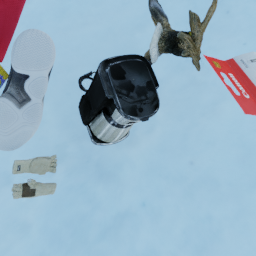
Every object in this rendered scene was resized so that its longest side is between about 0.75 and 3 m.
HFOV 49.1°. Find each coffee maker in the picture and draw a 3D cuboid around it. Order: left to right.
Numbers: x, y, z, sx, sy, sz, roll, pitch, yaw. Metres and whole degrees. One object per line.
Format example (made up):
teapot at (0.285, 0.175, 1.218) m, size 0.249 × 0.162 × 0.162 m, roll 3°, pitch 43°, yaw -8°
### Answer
coffee maker at (-0.412, -0.765, 6.457) m, size 2.021 × 2.104 × 1.417 m, roll 49°, pitch 61°, yaw 0°

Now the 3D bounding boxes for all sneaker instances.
sneaker at (-2.262, -0.847, 6.160) m, size 0.986 × 1.487 × 2.612 m, roll 18°, pitch 102°, yaw -20°

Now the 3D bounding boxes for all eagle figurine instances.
eagle figurine at (0.922, -2.137, 6.719) m, size 1.799 × 1.789 × 2.371 m, roll -47°, pitch 40°, yaw -4°

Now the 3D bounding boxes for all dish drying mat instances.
dish drying mat at (-3.125, -3.085, 6.787) m, size 2.917 × 1.120 × 0.266 m, roll -62°, pitch 38°, yaw 16°

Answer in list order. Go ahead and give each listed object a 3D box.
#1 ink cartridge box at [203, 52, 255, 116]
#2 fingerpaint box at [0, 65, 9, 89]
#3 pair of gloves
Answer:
ink cartridge box at (2.828, -0.979, 5.938) m, size 2.161 × 0.541 × 1.739 m, roll 5°, pitch 48°, yaw -35°
fingerpaint box at (-3.873, -1.480, 5.807) m, size 1.707 × 2.046 × 0.750 m, roll -9°, pitch 45°, yaw 23°
pair of gloves at (-2.002, 1.068, 6.023) m, size 0.948 × 1.114 × 0.195 m, roll -4°, pitch 32°, yaw -29°
